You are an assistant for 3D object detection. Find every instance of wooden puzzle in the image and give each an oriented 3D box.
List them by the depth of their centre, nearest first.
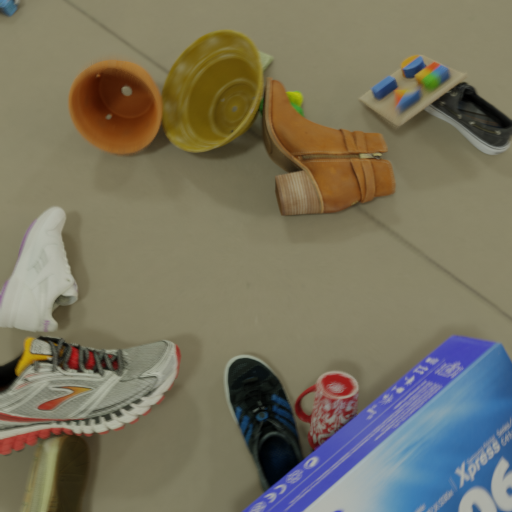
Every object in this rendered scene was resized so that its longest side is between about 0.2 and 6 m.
[{"bbox_3d":[2.943,-3.326,10.864,1.555,0.389,1.679,-36,36,1],"label":"wooden puzzle"}]

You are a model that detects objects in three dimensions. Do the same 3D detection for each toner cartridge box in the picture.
[{"bbox_3d":[1.768,3.200,7.150,4.542,0.981,2.157,-35,98,-17],"label":"toner cartridge box"}]

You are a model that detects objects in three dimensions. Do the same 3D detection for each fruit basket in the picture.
[{"bbox_3d":[0.620,-3.057,11.341,0.980,0.707,0.980,-3,76,10],"label":"fruit basket"}]

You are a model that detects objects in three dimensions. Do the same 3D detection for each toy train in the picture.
[{"bbox_3d":[-5.985,-5.955,13.040,0.932,0.404,0.532,23,70,12],"label":"toy train"}]

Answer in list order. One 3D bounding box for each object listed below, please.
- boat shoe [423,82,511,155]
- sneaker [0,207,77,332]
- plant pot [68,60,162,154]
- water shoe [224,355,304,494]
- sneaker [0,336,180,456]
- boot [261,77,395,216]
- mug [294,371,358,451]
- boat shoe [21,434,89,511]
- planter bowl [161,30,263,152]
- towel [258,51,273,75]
[{"bbox_3d":[4.112,-3.043,11.195,0.861,0.816,2.464,-30,66,-15],"label":"boat shoe"},{"bbox_3d":[-3.524,0.257,9.537,1.157,0.870,2.324,17,59,-14],"label":"sneaker"},{"bbox_3d":[-2.581,-2.989,10.726,1.700,1.700,1.190,1,35,0],"label":"plant pot"},{"bbox_3d":[0.225,2.470,8.083,0.889,0.981,2.486,-19,64,-11],"label":"water shoe"},{"bbox_3d":[-2.710,1.801,7.999,3.308,1.359,1.288,-14,22,-10],"label":"sneaker"},{"bbox_3d":[1.285,-2.168,10.435,2.193,1.083,2.824,-11,70,-3],"label":"boot"},{"bbox_3d":[1.012,2.243,8.038,0.946,1.066,0.711,5,29,6],"label":"mug"},{"bbox_3d":[-2.893,3.621,7.641,0.713,0.827,2.267,-15,59,29],"label":"boat shoe"},{"bbox_3d":[-0.649,-3.000,10.839,2.393,0.997,2.393,-8,75,32],"label":"planter bowl"},{"bbox_3d":[-0.316,-4.030,12.065,0.987,0.243,1.330,23,64,13],"label":"towel"}]
